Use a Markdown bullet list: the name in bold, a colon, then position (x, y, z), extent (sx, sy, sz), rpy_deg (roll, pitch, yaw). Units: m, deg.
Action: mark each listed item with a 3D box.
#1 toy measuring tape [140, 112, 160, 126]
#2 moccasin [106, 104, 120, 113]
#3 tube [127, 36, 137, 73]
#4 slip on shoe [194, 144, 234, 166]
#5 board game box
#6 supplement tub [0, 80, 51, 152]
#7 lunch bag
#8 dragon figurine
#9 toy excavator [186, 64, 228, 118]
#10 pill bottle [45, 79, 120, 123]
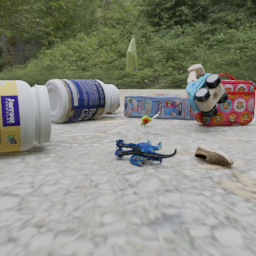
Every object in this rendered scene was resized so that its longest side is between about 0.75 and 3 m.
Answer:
- **toy measuring tape**: position (0.708, -0.361, 9.490), extent (0.772, 0.284, 0.284), rpy_deg (-38, 4, 10)
- **moccasin**: position (-1.854, -1.303, 13.725), extent (3.005, 1.099, 1.160), rpy_deg (1, 5, 16)
- **tube**: position (0.097, -1.920, 7.552), extent (0.320, 0.358, 1.233), rpy_deg (-25, -17, -7)
- **slip on shoe**: position (1.609, 0.562, 5.315), extent (0.263, 0.330, 0.868), rpy_deg (-44, 33, -11)
- **board game box**: position (1.842, -0.972, 12.292), extent (2.945, 0.909, 2.947), rpy_deg (7, 12, 32)
- **supplement tub**: position (-2.864, -0.237, 6.018), extent (2.160, 1.570, 1.570), rpy_deg (-5, 11, -24)
- **lunch bag**: position (3.380, -1.002, 9.792), extent (2.044, 1.800, 0.837), rpy_deg (-2, 10, -9)
- **dragon figurine**: position (0.265, 0.471, 5.297), extent (0.712, 0.421, 1.432), rpy_deg (-5, 10, -29)
- **toy excavator**: position (2.290, -1.343, 8.951), extent (1.759, 0.904, 1.809), rpy_deg (-50, 36, -14)
- **pill bottle**: position (-1.747, -1.125, 11.144), extent (2.884, 1.602, 1.602), rpy_deg (-10, 14, -44)
